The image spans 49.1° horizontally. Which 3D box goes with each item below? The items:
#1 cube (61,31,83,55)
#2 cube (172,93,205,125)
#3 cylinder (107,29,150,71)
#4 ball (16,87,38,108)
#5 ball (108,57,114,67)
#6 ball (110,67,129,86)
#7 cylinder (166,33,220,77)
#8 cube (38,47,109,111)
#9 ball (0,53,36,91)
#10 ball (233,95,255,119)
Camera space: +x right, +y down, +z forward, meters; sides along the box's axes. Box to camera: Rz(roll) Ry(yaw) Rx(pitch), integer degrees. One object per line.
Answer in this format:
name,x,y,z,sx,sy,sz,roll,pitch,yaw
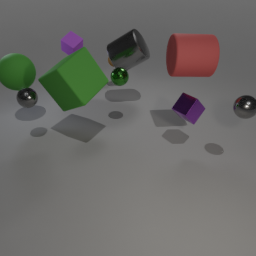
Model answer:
cube,-2.466,-3.678,12.358,0.700,0.700,0.700,34,64,6
cube,2.077,-0.668,9.608,0.700,0.700,0.700,-54,45,0
cylinder,0.023,-3.329,12.156,1.400,1.400,1.400,-24,22,24
ball,-3.441,-1.034,9.576,0.700,0.700,0.700,0,30,0
ball,-0.697,-3.534,14.531,0.700,0.700,0.700,0,30,0
ball,-0.317,-1.945,10.623,0.700,0.700,0.700,0,30,0
cylinder,2.131,-2.433,9.433,1.400,1.400,1.400,-1,30,-7
cube,-1.807,-1.592,9.361,1.400,1.400,1.400,-9,35,48
ball,-4.244,-2.130,10.685,1.400,1.400,1.400,0,30,0
ball,3.455,-0.616,8.222,0.700,0.700,0.700,0,30,0
